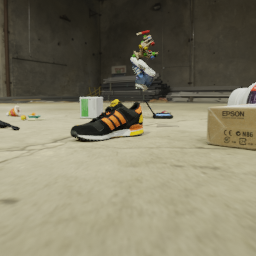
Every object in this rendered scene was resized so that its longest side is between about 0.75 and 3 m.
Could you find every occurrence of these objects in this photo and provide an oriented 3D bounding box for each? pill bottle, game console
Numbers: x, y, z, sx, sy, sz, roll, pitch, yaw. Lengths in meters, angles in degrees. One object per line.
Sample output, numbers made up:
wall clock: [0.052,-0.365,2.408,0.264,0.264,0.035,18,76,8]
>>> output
pill bottle: [4.525,-0.662,8.551,1.555,1.555,2.792,-3,7,-28]
game console: [1.532,-0.978,14.137,1.409,0.932,1.602,0,7,3]

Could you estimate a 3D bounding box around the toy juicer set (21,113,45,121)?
toy juicer set: [-4.433,-0.529,12.764,0.806,0.345,1.267,-5,9,-41]

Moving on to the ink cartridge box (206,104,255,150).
ink cartridge box: [3.245,-0.057,6.069,2.399,0.901,1.976,5,9,43]

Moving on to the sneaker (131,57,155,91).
sneaker: [0.317,-1.625,8.697,0.431,0.784,1.071,-9,46,-48]

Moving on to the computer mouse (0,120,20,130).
computer mouse: [-4.069,-0.060,9.314,1.555,0.265,0.456,12,-12,43]

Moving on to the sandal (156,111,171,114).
sandal: [2.166,-0.954,17.119,0.946,0.213,0.355,2,7,15]

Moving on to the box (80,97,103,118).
box: [-1.802,-1.013,13.925,0.901,1.047,1.052,1,7,12]

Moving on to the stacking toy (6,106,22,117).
stacking toy: [-6.199,-0.806,15.069,0.832,0.608,0.608,-18,3,12]

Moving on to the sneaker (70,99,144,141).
sneaker: [-0.509,-0.242,7.255,2.212,0.995,0.774,-5,8,-39]

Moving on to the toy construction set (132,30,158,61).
toy construction set: [0.400,-2.291,7.928,0.633,0.824,0.687,-14,-5,-5]
